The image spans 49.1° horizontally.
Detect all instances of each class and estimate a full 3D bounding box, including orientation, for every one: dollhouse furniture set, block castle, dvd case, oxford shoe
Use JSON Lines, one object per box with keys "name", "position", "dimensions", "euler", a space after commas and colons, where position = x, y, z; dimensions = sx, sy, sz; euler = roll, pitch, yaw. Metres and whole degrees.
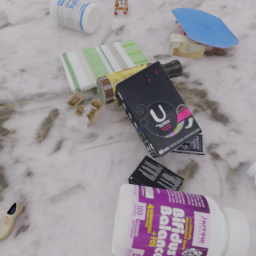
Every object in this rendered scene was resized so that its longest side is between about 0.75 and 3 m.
{"name": "dollhouse furniture set", "position": [-1.443, -0.534, 8.663], "dimensions": [0.915, 0.870, 0.746], "euler": [33, 54, -21]}
{"name": "block castle", "position": [-0.298, -5.303, 12.295], "dimensions": [0.597, 0.419, 0.893], "euler": [0, 53, 5]}
{"name": "dvd case", "position": [1.827, 0.454, 8.424], "dimensions": [0.946, 0.117, 0.711], "euler": [5, 56, 4]}
{"name": "oxford shoe", "position": [-2.999, 2.300, 6.982], "dimensions": [0.338, 0.353, 0.955], "euler": [11, 56, 7]}

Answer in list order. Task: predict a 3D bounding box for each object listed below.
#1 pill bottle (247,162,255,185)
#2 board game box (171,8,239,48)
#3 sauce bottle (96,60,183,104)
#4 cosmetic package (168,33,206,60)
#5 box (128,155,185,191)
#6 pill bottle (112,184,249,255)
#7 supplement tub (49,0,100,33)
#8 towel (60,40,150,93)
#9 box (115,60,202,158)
{"name": "pill bottle", "position": [3.841, 1.440, 7.351], "dimensions": [0.740, 0.740, 1.322], "euler": [-34, 62, -21]}
{"name": "board game box", "position": [2.941, -3.785, 11.092], "dimensions": [2.293, 0.565, 2.902], "euler": [-1, 49, -20]}
{"name": "sauce bottle", "position": [0.416, -1.558, 9.012], "dimensions": [2.844, 0.920, 0.920], "euler": [-19, 57, -18]}
{"name": "cosmetic package", "position": [2.223, -3.067, 10.555], "dimensions": [1.317, 0.693, 0.468], "euler": [10, 55, 9]}
{"name": "box", "position": [0.742, 1.443, 7.493], "dimensions": [1.225, 0.483, 0.865], "euler": [31, 62, 20]}
{"name": "pill bottle", "position": [1.067, 2.139, 6.050], "dimensions": [2.689, 1.510, 1.510], "euler": [9, 55, -2]}
{"name": "supplement tub", "position": [-2.131, -4.638, 11.363], "dimensions": [1.770, 1.168, 1.168], "euler": [22, 58, 14]}
{"name": "towel", "position": [-0.791, -2.233, 10.046], "dimensions": [2.943, 0.452, 2.196], "euler": [-15, 50, -13]}
{"name": "box", "position": [0.766, -0.450, 7.760], "dimensions": [1.373, 1.192, 2.247], "euler": [-31, 86, -8]}
